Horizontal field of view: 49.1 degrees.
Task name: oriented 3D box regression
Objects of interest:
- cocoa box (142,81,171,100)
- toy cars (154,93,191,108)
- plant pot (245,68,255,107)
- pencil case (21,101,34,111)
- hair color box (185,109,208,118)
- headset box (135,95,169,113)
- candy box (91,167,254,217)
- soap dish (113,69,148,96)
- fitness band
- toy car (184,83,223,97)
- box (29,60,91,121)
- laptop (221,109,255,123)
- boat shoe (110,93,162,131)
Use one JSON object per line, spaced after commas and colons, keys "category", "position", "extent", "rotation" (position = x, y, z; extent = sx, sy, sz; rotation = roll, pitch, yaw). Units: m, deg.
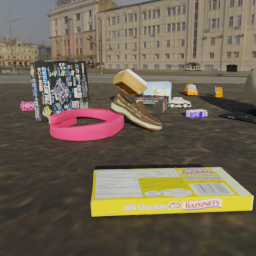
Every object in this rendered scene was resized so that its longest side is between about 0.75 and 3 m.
{"category": "cocoa box", "position": [1.562, -2.039, 15.501], "extent": [1.545, 1.031, 1.014], "rotation": [0, 13, -1]}
{"category": "toy cars", "position": [1.871, -1.368, 13.652], "extent": [2.524, 0.559, 1.132], "rotation": [12, 18, 41]}
{"category": "plant pot", "position": [5.351, -1.238, 10.322], "extent": [1.868, 1.868, 1.994], "rotation": [4, 28, 19]}
{"category": "pencil case", "position": [-4.203, -1.017, 12.384], "extent": [1.052, 0.477, 0.493], "rotation": [-9, 49, -39]}
{"category": "hair color box", "position": [2.640, -0.555, 10.819], "extent": [0.772, 0.250, 0.422], "rotation": [-8, 14, -24]}
{"category": "headset box", "position": [1.058, -1.050, 12.136], "extent": [1.209, 0.610, 1.626], "rotation": [4, 14, 18]}
{"category": "candy box", "position": [0.569, 0.922, 4.261], "extent": [2.208, 0.292, 1.128], "rotation": [-1, 10, -4]}
{"category": "soap dish", "position": [0.051, -1.858, 11.758], "extent": [1.159, 0.599, 1.474], "rotation": [35, -9, -19]}
{"category": "fitness band", "position": [-1.213, -0.156, 8.633], "extent": [1.987, 0.518, 2.767], "rotation": [6, 14, 13]}
{"category": "toy car", "position": [4.749, -2.442, 17.822], "extent": [2.391, 0.796, 1.173], "rotation": [2, 13, 12]}
{"category": "box", "position": [-2.439, -1.413, 10.305], "extent": [2.089, 2.104, 0.523], "rotation": [-12, 12, -37]}
{"category": "laptop", "position": [5.397, -1.025, 10.047], "extent": [2.599, 1.515, 2.933], "rotation": [-8, 15, -34]}
{"category": "boat shoe", "position": [0.287, -0.568, 8.758], "extent": [1.873, 0.693, 0.692], "rotation": [28, 15, 22]}
